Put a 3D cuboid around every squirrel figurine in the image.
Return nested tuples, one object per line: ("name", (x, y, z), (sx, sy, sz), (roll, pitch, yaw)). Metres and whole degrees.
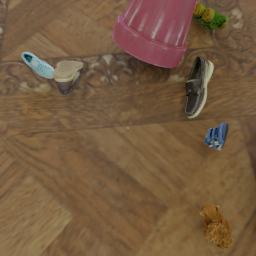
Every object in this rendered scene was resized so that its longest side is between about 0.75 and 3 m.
("squirrel figurine", (1.792, 1.959, 5.685), (0.616, 0.813, 0.871), (-19, 23, 8))

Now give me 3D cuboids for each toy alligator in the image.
("toy alligator", (2.318, -3.429, 8.568), (0.733, 0.531, 2.211), (14, 29, -26))

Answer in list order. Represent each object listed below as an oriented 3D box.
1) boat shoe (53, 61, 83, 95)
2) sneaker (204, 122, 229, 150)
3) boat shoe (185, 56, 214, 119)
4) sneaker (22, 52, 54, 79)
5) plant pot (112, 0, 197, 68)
("boat shoe", (-1.483, -1.299, 7.000), (0.624, 0.562, 1.736), (3, 24, -4))
("sneaker", (2.004, 0.191, 6.383), (0.452, 1.098, 0.406), (19, 67, 15))
("boat shoe", (1.741, -1.084, 7.280), (0.551, 0.611, 1.700), (27, 75, -27))
("sneaker", (-2.519, -1.728, 7.765), (1.059, 0.434, 0.392), (33, 97, 3))
("plant pot", (0.807, -2.868, 7.246), (2.048, 1.833, 2.048), (17, 35, -12))
